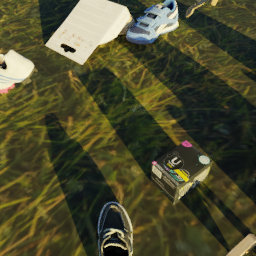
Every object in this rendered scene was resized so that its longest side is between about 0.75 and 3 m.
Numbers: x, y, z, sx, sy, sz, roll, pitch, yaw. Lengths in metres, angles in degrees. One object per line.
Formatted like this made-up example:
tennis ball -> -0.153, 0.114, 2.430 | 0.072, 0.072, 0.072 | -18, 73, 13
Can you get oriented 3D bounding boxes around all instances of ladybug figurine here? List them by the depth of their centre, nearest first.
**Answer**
ladybug figurine -> -0.687, -4.707, 12.087 | 2.207, 0.794, 1.498 | 21, 48, 20

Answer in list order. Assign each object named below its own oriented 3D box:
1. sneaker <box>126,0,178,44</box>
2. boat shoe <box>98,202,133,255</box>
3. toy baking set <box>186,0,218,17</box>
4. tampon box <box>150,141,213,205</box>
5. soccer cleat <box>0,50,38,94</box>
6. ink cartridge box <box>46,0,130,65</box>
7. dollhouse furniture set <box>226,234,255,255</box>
sneaker -> 0.996, -4.374, 11.462 | 1.103, 1.226, 2.982 | 32, 54, 26
boat shoe -> -0.211, 2.192, 5.251 | 0.692, 0.623, 1.956 | -5, 45, -5
toy baking set -> 2.266, -3.925, 7.367 | 0.263, 2.264, 1.737 | 15, 28, -16
tampon box -> 1.199, 0.986, 6.411 | 1.122, 0.708, 0.841 | -30, 52, -27
soccer cleat -> -2.582, -1.219, 5.936 | 1.712, 0.739, 0.598 | -8, 50, 45
ink cartridge box -> -1.597, -3.859, 11.120 | 2.279, 0.800, 2.804 | 31, 87, 28
dollhouse furniture set -> 2.519, 2.626, 4.941 | 0.593, 0.695, 1.340 | -48, 52, 9
